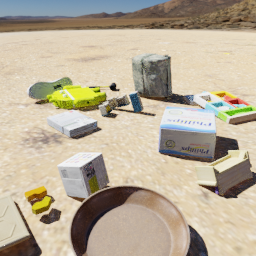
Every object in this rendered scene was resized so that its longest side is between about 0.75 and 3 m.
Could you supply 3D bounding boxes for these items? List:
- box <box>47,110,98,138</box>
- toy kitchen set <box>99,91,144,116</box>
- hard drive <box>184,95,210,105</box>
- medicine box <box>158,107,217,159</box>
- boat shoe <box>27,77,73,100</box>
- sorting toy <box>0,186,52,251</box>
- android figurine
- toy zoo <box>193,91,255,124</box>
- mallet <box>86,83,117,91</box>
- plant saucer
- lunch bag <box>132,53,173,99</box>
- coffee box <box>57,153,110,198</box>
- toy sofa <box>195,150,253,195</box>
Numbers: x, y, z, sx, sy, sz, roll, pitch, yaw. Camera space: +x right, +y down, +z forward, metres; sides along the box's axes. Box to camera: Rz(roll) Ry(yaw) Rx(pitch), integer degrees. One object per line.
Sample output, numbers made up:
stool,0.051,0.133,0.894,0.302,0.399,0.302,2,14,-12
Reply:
box,-2.291,-0.220,11.441,1.342,0.354,1.722,-22,34,-40
toy kitchen set,-0.291,-0.909,12.647,1.565,0.922,1.253,-11,19,27
hard drive,3.793,-1.477,14.326,1.598,0.210,1.054,-3,25,-8
medicine box,2.123,0.094,9.951,1.829,1.034,2.008,5,25,12
boat shoe,-4.270,-2.085,15.028,0.945,0.960,2.708,-14,13,45
sorting toy,-2.964,2.186,6.342,2.653,0.355,1.977,-16,25,-31
android figurine,-2.603,-1.592,14.170,2.833,0.582,2.579,-9,26,-22
toy zoo,4.478,-1.137,13.158,1.946,0.303,2.966,-10,32,-21
mallet,-1.524,-2.406,16.247,1.788,0.368,0.589,2,25,13
plant saucer,0.023,2.201,5.872,2.468,0.451,2.468,2,32,-1
lunch bag,1.408,-2.716,14.644,1.899,2.265,1.578,16,30,40
coffee box,-1.160,1.223,7.434,0.894,0.895,0.885,-3,18,37
toy sofa,2.780,1.249,8.058,1.682,0.821,0.697,-17,5,-32
